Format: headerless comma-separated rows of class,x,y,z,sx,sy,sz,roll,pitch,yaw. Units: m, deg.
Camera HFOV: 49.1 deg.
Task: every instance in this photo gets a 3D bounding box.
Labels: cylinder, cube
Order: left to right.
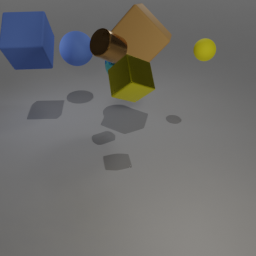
cube,-3.426,-2.984,9.687,1.400,1.400,1.400,-2,72,-1
cylinder,-0.487,-2.058,7.068,0.700,0.700,0.700,26,12,35
cube,0.066,-1.061,6.128,0.700,0.700,0.700,9,64,-40
cube,0.331,-2.728,8.516,1.400,1.400,1.400,43,25,-10

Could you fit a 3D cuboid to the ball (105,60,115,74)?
ball,-0.148,-2.340,10.239,1.400,1.400,1.400,0,32,0

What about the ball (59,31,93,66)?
ball,-2.120,-3.274,11.576,1.400,1.400,1.400,0,32,0

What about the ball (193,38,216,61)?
ball,2.437,-2.482,8.905,0.700,0.700,0.700,0,32,0
